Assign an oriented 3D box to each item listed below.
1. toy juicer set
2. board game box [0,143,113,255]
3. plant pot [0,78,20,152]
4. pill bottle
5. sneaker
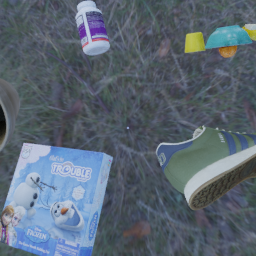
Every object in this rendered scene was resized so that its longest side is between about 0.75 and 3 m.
[{"bbox_3d":[1.980,-1.561,5.030,1.233,1.939,0.528,-11,104,-17],"label":"toy juicer set"},{"bbox_3d":[-1.205,1.139,4.512,1.668,0.362,1.660,4,72,25],"label":"board game box"},{"bbox_3d":[-2.883,-0.383,5.472,1.718,1.491,1.718,0,110,0],"label":"plant pot"},{"bbox_3d":[-0.710,-1.954,5.493,0.530,0.530,0.943,-13,87,-4],"label":"pill bottle"},{"bbox_3d":[1.628,0.310,4.693,2.610,0.875,1.172,-18,44,-30],"label":"sneaker"}]
